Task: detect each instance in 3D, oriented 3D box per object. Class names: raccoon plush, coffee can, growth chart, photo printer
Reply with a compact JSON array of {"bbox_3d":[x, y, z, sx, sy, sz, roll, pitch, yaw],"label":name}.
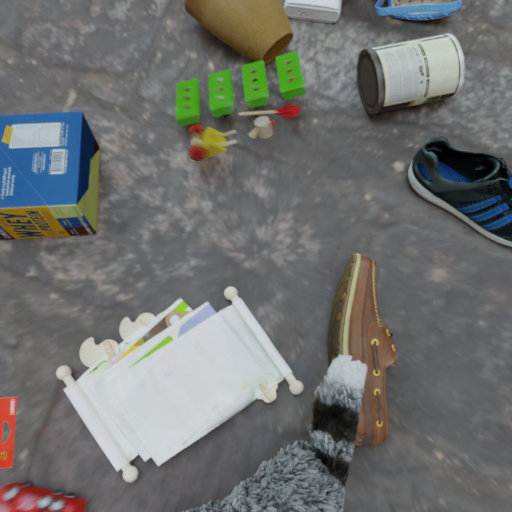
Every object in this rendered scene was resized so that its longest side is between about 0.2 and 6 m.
[{"bbox_3d":[-0.047,2.810,7.081,2.288,1.652,3.415,11,66,10],"label":"raccoon plush"},{"bbox_3d":[2.582,-3.074,9.485,1.474,1.079,1.079,-12,70,-5],"label":"coffee can"},{"bbox_3d":[-1.128,1.693,8.032,3.017,0.268,2.183,-27,73,-12],"label":"growth chart"},{"bbox_3d":[1.123,-5.062,10.584,1.054,0.440,1.267,9,70,4],"label":"photo printer"}]

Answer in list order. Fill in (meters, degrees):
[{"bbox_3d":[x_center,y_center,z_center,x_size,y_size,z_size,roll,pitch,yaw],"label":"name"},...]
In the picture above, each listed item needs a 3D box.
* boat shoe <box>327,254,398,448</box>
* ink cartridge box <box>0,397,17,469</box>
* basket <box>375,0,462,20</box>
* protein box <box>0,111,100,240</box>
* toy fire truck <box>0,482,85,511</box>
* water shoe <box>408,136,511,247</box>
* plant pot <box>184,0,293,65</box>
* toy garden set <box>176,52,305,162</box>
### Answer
[{"bbox_3d":[1.509,1.321,7.936,0.911,0.971,2.697,7,76,-3],"label":"boat shoe"},{"bbox_3d":[-3.854,2.493,7.838,0.869,0.218,1.001,-5,69,-1],"label":"ink cartridge box"},{"bbox_3d":[3.004,-4.743,9.970,1.432,1.129,1.624,10,47,24],"label":"basket"},{"bbox_3d":[-3.436,-1.234,8.761,1.661,1.120,1.649,-3,69,-1],"label":"protein box"},{"bbox_3d":[-2.683,3.627,7.241,1.531,0.373,1.080,6,83,14],"label":"toy fire truck"},{"bbox_3d":[3.666,-0.941,8.689,2.663,1.051,0.952,25,71,9],"label":"water shoe"},{"bbox_3d":[-0.153,-4.246,9.863,1.533,1.533,1.645,-40,88,-14],"label":"plant pot"},{"bbox_3d":[-0.228,-2.363,9.129,2.128,0.425,1.774,-12,54,9],"label":"toy garden set"}]
